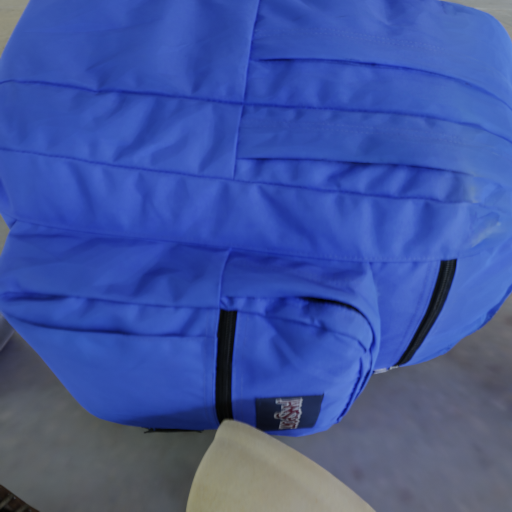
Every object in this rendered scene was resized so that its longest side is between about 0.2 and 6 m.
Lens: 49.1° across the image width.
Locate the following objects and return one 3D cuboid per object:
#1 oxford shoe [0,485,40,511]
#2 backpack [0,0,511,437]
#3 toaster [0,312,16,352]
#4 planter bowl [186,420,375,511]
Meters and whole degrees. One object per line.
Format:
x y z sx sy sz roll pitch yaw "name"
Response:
-1.910 2.540 4.269 3.600 1.520 1.308 9 33 10 "oxford shoe"
0.262 -0.271 6.296 5.135 4.173 4.309 2 63 2 "backpack"
-3.962 0.893 6.958 2.066 1.174 1.334 14 38 -3 "toaster"
0.085 2.345 4.569 1.727 1.727 1.163 23 60 30 "planter bowl"
